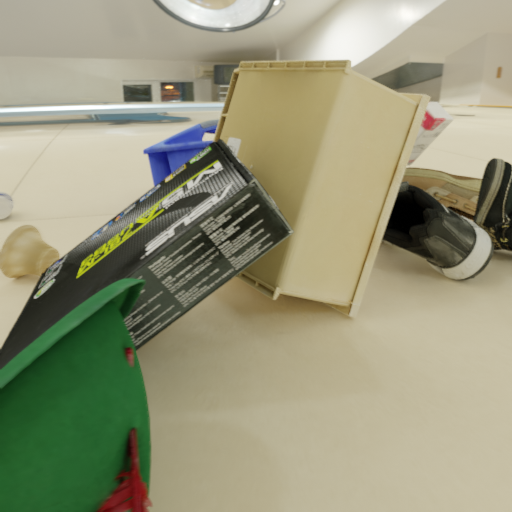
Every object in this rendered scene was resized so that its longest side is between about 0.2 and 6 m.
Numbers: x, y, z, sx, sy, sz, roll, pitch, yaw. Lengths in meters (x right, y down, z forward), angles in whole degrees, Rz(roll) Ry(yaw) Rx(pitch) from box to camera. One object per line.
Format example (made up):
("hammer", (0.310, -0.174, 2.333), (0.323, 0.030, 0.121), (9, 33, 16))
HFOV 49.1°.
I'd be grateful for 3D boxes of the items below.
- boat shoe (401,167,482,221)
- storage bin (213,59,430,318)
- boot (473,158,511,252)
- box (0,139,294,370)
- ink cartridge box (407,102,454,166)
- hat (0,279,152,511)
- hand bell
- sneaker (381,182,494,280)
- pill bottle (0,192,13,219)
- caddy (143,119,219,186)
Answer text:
("boat shoe", (3.621, -1.236, 11.557), (2.890, 0.932, 1.030), (6, 2, -12))
("storage bin", (0.457, -1.117, 8.180), (1.424, 3.039, 3.017), (12, 9, -35))
("boot", (4.588, -0.652, 9.031), (1.969, 0.941, 2.607), (13, -17, 22))
("box", (-1.326, 0.015, 6.443), (3.195, 0.759, 3.085), (-36, 19, 4))
("ink cartridge box", (3.023, -2.314, 10.695), (0.882, 1.218, 0.514), (-14, 61, -48))
("hat", (-0.842, 1.892, 3.697), (2.483, 2.336, 2.820), (41, 42, 1))
("hand bell", (-2.960, 0.196, 8.685), (1.716, 0.893, 0.893), (19, 24, 14))
("sneaker", (2.470, -0.762, 9.726), (1.550, 1.139, 3.427), (31, 7, -27))
("pill bottle", (-5.650, -1.129, 12.355), (0.516, 0.516, 0.931), (-7, 15, -19))
("caddy", (-0.809, -2.196, 12.907), (3.545, 1.861, 2.506), (-12, 11, -33))
